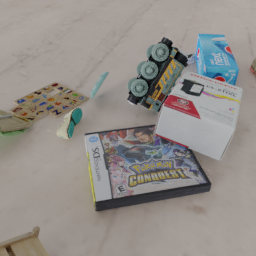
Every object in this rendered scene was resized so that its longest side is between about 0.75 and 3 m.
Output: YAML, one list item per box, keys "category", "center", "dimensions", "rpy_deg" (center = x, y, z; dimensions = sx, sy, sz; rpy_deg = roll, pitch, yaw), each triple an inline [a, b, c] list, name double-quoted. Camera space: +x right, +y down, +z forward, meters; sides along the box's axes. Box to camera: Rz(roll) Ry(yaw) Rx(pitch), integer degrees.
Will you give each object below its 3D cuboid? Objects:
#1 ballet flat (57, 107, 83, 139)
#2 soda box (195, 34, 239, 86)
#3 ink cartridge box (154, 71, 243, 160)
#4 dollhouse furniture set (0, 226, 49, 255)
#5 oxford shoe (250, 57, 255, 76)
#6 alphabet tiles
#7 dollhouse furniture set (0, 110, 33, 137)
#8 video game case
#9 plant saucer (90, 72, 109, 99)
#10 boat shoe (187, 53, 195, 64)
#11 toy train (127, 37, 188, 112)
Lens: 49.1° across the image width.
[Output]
- category: "ballet flat"
  center: [-1.580, -0.153, 7.490]
  dimensions: [0.434, 0.434, 1.250]
  rpy_deg: [5, 34, 7]
- category: "soda box"
  center: [3.021, -2.343, 9.841]
  dimensions: [1.014, 0.959, 2.989]
  rpy_deg: [4, 39, 5]
- category: "ink cartridge box"
  center: [1.857, -0.456, 7.114]
  dimensions: [1.667, 0.947, 2.287]
  rpy_deg: [21, 37, 13]
- category: "dollhouse furniture set"
  center: [-2.033, 2.417, 4.187]
  dimensions: [2.779, 1.357, 2.370]
  rpy_deg: [-3, 32, -45]
- category: "oxford shoe"
  center: [4.740, -2.002, 9.675]
  dimensions: [0.583, 0.619, 1.654]
  rpy_deg: [-5, 38, -7]
- category: "alphabet tiles"
  center: [-2.466, -0.777, 8.561]
  dimensions: [1.654, 0.075, 1.979]
  rpy_deg: [27, 46, 30]
- category: "dollhouse furniture set"
  center: [-3.813, 0.245, 6.868]
  dimensions: [1.589, 1.217, 2.425]
  rpy_deg: [23, 14, 17]
- category: "video game case"
  center: [0.310, 0.730, 6.424]
  dimensions: [2.427, 0.309, 2.193]
  rpy_deg: [-7, 38, -10]
- category: "plant saucer"
  center: [-0.888, -1.320, 8.445]
  dimensions: [0.172, 0.959, 0.959]
  rpy_deg: [32, 39, -9]
- category: "boat shoe"
  center: [2.121, -2.593, 10.634]
  dimensions: [1.117, 0.373, 0.411]
  rpy_deg: [-30, 47, -32]
- category: "toy train"
  center: [0.821, -1.440, 7.858]
  dimensions: [1.177, 2.066, 0.880]
  rpy_deg: [29, 6, -16]
